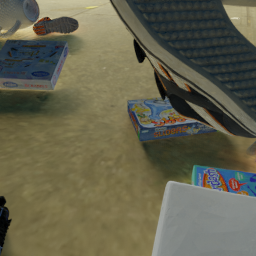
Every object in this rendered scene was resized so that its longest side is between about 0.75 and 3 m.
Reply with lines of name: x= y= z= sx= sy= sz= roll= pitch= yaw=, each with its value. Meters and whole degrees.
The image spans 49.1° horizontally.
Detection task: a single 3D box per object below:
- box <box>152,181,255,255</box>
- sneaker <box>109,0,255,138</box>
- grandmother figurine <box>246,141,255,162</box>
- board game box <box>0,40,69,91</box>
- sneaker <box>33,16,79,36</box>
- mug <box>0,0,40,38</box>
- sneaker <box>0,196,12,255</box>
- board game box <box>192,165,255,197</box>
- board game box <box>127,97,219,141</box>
box: x=1.122 y=1.861 z=3.449 sx=1.718 sy=1.472 sz=1.710 roll=8 pitch=35 yaw=12
sneaker: x=0.658 y=-0.859 z=3.229 sx=1.076 sy=2.743 sz=1.089 roll=-48 pitch=11 yaw=-17
grandmother figurine: x=3.333 y=1.016 z=5.488 sx=1.218 sy=0.608 sz=2.008 roll=2 pitch=34 yaw=-30
board game box: x=-3.542 y=-2.307 z=10.007 sx=2.363 sy=0.486 sz=2.358 roll=3 pitch=49 yaw=5
sneaker: x=-3.885 y=-5.582 z=14.940 sx=2.382 sy=0.924 sz=1.334 roll=-10 pitch=37 yaw=-15
mug: x=-5.947 y=-5.778 z=14.415 sx=2.321 sy=1.954 sz=2.647 roll=8 pitch=71 yaw=25
sneaker: x=-2.212 y=1.653 z=4.641 sx=0.548 sy=0.493 sz=1.406 roll=-24 pitch=39 yaw=-19
board game box: x=2.059 y=1.354 z=5.168 sx=1.737 sy=0.391 sz=1.321 roll=6 pitch=35 yaw=9
board game box: x=1.245 y=-0.349 z=7.675 sx=2.283 sy=0.393 sz=1.545 roll=-7 pitch=35 yaw=-10
